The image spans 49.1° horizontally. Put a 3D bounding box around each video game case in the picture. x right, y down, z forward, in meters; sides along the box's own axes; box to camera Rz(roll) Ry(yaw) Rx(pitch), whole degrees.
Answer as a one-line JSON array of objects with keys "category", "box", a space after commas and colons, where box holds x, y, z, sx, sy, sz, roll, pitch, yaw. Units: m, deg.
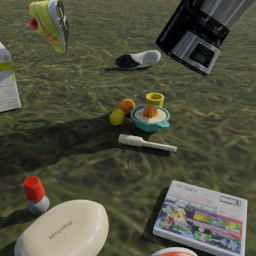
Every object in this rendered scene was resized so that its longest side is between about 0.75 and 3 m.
[{"category": "video game case", "box": [1.339, 1.592, 5.047, 1.466, 0.168, 1.336, 13, 33, 18]}]

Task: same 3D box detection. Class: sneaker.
[{"category": "sneaker", "box": [-2.321, -2.993, 8.287, 1.015, 2.248, 0.878, 0, 73, -4]}, {"category": "sneaker", "box": [0.434, -2.886, 12.088, 1.957, 0.703, 0.709, -10, -6, -3]}]

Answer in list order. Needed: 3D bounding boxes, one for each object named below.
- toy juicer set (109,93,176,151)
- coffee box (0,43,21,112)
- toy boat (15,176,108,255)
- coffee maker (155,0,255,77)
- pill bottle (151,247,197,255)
[{"category": "toy juicer set", "box": [0.308, -0.299, 7.641, 1.646, 0.704, 2.587, -1, 32, -2]}, {"category": "coffee box", "box": [-4.545, -1.519, 8.592, 1.798, 1.778, 1.795, -17, 35, -27]}, {"category": "toy boat", "box": [-1.185, 1.574, 4.602, 1.505, 0.832, 1.790, -26, 48, -30]}, {"category": "coffee maker", "box": [2.047, -2.857, 7.326, 1.708, 2.536, 2.436, 32, 23, -2]}, {"category": "pill bottle", "box": [0.662, 2.283, 3.251, 0.846, 0.846, 1.508, -4, 31, -6]}]
